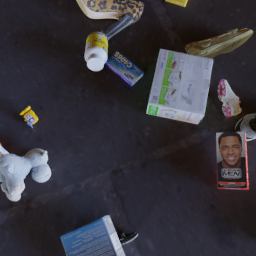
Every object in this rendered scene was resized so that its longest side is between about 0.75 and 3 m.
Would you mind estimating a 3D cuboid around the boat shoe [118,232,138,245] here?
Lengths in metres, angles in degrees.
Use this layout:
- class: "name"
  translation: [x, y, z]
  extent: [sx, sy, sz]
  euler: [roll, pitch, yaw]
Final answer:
- class: "boat shoe"
  translation: [-0.212, 3.627, 9.134]
  extent: [1.098, 0.415, 0.331]
  euler: [-26, 81, -8]

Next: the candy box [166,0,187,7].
- class: "candy box"
  translation: [2.341, -6.153, 12.255]
  extent: [0.891, 0.230, 1.743]
  euler: [20, 74, 4]

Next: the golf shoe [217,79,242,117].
- class: "golf shoe"
  translation: [3.846, -1.148, 10.604]
  extent: [0.677, 0.557, 1.479]
  euler: [-6, 78, -14]

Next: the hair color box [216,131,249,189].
- class: "hair color box"
  translation: [3.552, 1.108, 9.571]
  extent: [0.967, 0.583, 1.905]
  euler: [-5, 75, 27]

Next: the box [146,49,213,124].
- class: "box"
  translation: [1.904, -1.538, 10.358]
  extent: [2.021, 1.108, 2.291]
  euler: [11, 73, 4]

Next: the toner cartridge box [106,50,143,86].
- class: "toner cartridge box"
  translation: [-0.141, -2.367, 11.038]
  extent: [1.431, 0.309, 0.680]
  euler: [42, 79, 11]

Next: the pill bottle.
- class: "pill bottle"
  translation: [-1.191, -2.863, 10.554]
  extent: [0.844, 0.844, 1.507]
  euler: [-1, 51, 0]

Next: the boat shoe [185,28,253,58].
- class: "boat shoe"
  translation: [3.595, -3.397, 11.042]
  extent: [2.687, 0.980, 0.845]
  euler: [-25, 79, 0]

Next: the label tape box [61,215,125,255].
- class: "label tape box"
  translation: [-0.948, 4.059, 8.674]
  extent: [1.558, 0.719, 2.174]
  euler: [-26, 76, 9]

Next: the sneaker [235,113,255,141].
- class: "sneaker"
  translation: [4.934, -0.323, 10.078]
  extent: [2.412, 0.956, 0.892]
  euler: [-26, 76, -6]

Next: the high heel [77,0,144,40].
- class: "high heel"
  translation: [-0.864, -5.333, 11.486]
  extent: [2.120, 1.062, 2.974]
  euler: [-37, 92, -4]

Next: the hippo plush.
- class: "hippo plush"
  translation: [-3.537, 1.331, 9.547]
  extent: [1.574, 1.560, 1.958]
  euler: [-18, 86, -36]

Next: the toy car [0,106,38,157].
- class: "toy car"
  translation: [-4.172, 0.419, 9.787]
  extent: [2.546, 1.249, 0.847]
  euler: [-41, 109, -5]
